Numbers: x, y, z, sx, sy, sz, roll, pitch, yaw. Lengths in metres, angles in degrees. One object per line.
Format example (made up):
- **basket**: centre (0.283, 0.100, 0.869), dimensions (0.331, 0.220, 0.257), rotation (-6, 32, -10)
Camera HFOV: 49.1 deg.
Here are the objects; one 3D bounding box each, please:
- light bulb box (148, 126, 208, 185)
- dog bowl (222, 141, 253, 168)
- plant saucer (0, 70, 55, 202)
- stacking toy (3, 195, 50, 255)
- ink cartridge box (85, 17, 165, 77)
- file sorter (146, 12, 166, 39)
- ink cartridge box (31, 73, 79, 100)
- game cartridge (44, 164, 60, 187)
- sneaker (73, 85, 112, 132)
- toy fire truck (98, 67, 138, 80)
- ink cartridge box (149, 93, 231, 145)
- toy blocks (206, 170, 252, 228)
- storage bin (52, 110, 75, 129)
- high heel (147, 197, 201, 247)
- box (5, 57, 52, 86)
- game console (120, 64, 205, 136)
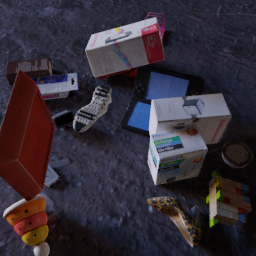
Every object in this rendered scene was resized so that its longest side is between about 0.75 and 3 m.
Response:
- **light bulb box**: centre (1.658, 0.979, 9.785), dimensions (1.703, 1.718, 1.072), rotation (-11, 51, -8)
- **dog bowl**: centre (4.115, 1.027, 10.644), dimensions (1.131, 0.332, 1.131), rotation (0, 51, 0)
- **plant saucer**: centre (-2.344, 0.288, 6.857), dimensions (0.450, 2.450, 2.445), rotation (1, 59, 1)
- **stacking toy**: centre (-2.859, 3.093, 8.588), dimensions (1.329, 1.329, 1.819), rotation (-26, 71, -20)
- **ink cartridge box**: centre (-0.070, -3.224, 11.085), dimensions (2.840, 1.216, 2.096), rotation (-11, 33, 9)
- **file sorter**: centre (1.435, -5.574, 15.609), dimensions (1.131, 1.021, 1.628), rotation (10, 51, 9)
- **ink cartridge box**: centre (-3.586, -1.893, 12.956), dimensions (2.606, 0.483, 1.234), rotation (-9, 51, -4)
- **game cartridge**: centre (-2.928, 1.725, 10.190), dimensions (0.563, 0.176, 0.845), rotation (-37, 60, -22)
- **sneaker**: centre (-0.999, -0.493, 8.499), dimensions (0.637, 0.687, 1.696), rotation (27, 66, 20)
- **toy fire truck**: centre (-0.551, -3.427, 13.815), dimensions (1.958, 1.307, 2.332), rotation (-11, 48, 15)
- **ink cartridge box**: centre (2.169, -0.184, 10.378), dimensions (2.597, 1.902, 1.115), rotation (-7, 56, -5)
- **toy blocks**: centre (3.397, 2.455, 9.211), dimensions (1.309, 0.957, 1.916), rotation (17, 46, -2)
- **storage bin**: centre (-2.704, -0.369, 11.682), dimensions (0.876, 0.637, 0.588), rotation (-26, 28, -20)
- **high heel**: centre (1.432, 2.919, 8.847), dimensions (1.842, 0.658, 1.313), rotation (15, 45, 1)
- **box**: centre (-4.723, -2.720, 13.463), dimensions (2.017, 0.756, 1.010), rotation (-6, 51, -7)
- **game console**: centre (1.390, -1.044, 11.523), dimensions (2.904, 2.503, 1.724), rotation (16, 26, 12)
